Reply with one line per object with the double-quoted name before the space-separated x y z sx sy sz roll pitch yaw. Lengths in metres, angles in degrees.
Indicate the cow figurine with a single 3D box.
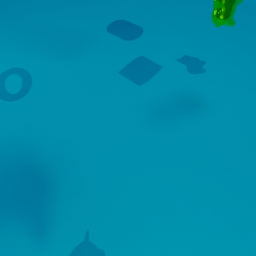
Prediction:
"cow figurine" 1.977 -2.697 5.908 1.069 1.086 0.596 -7 26 -42
